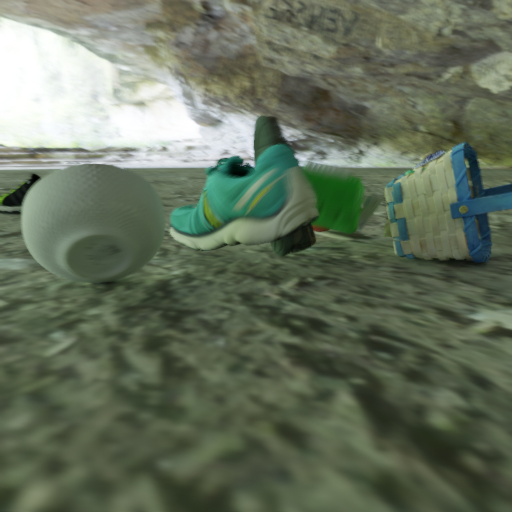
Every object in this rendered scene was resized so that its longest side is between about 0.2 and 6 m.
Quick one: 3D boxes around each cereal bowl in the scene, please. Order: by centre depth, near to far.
[{"bbox_3d":[-1.735,-0.212,6.083,1.552,1.552,0.646,-3,49,-16],"label":"cereal bowl"}]

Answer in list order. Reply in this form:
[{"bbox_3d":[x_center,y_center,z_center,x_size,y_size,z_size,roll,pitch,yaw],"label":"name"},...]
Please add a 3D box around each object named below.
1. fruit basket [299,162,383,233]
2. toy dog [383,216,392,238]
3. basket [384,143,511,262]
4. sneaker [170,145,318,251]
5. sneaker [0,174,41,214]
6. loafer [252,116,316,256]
[{"bbox_3d":[1.044,-0.879,9.374,1.816,0.919,1.961,12,-5,3],"label":"fruit basket"},{"bbox_3d":[2.176,-0.494,9.019,0.239,0.331,0.342,6,55,6],"label":"toy dog"},{"bbox_3d":[3.058,-0.754,7.685,2.349,1.634,2.071,-6,6,24],"label":"basket"},{"bbox_3d":[-0.264,-0.722,7.110,1.050,1.079,2.709,-25,10,-36],"label":"sneaker"},{"bbox_3d":[-5.342,-1.493,13.411,2.299,0.952,0.824,3,11,15],"label":"sneaker"},{"bbox_3d":[0.403,-1.025,8.090,0.631,2.007,0.721,-11,4,-20],"label":"loafer"}]
